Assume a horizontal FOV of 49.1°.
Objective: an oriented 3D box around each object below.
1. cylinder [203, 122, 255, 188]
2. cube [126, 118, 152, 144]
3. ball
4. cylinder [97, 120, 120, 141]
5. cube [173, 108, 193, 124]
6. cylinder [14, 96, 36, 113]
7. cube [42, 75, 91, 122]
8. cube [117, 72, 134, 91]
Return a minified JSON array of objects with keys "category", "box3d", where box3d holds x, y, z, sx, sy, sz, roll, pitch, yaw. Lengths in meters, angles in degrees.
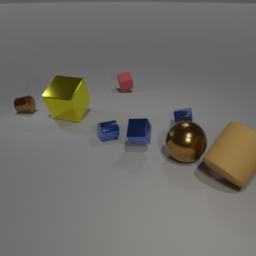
[{"category":"cylinder","box3d":[3.162,0.767,8.187,1.400,1.400,1.400,-53,43,-3]},{"category":"cube","box3d":[0.400,0.121,9.771,0.700,0.700,0.700,-1,67,17]},{"category":"ball","box3d":[1.951,0.456,9.434,1.400,1.400,1.400,0,28,0]},{"category":"cylinder","box3d":[-0.768,0.091,10.886,0.700,0.700,0.700,-11,30,-21]},{"category":"cube","box3d":[2.293,-0.414,11.531,0.700,0.700,0.700,-7,9,16]},{"category":"cylinder","box3d":[-4.787,-1.107,13.004,0.700,0.700,0.700,-8,25,19]},{"category":"cube","box3d":[-2.646,-1.286,12.299,1.400,1.400,1.400,9,53,17]},{"category":"cube","box3d":[-0.137,-2.541,15.289,0.700,0.700,0.700,-15,49,-4]}]
